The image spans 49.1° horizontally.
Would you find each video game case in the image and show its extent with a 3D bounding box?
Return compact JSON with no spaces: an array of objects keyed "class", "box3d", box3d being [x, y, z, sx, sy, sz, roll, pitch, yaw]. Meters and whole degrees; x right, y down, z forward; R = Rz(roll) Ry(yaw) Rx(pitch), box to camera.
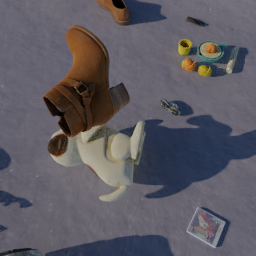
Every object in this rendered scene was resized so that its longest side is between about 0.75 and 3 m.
[{"class":"video game case","box3d":[2.403,3.039,8.607,0.937,0.108,0.854,27,64,14]}]

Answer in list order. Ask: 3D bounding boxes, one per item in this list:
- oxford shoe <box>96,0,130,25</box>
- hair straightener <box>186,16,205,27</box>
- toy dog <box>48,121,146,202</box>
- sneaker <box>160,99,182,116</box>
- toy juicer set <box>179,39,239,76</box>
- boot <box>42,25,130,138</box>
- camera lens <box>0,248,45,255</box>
[{"class":"oxford shoe","box3d":[-0.738,-6.041,13.218,0.961,0.961,2.695,-31,64,-15]},{"class":"hair straightener","box3d":[3.127,-4.868,13.012,0.964,0.197,0.371,29,65,10]},{"class":"toy dog","box3d":[-1.065,0.714,9.085,2.894,2.020,2.806,14,87,8]},{"class":"sneaker","box3d":[1.640,-0.835,10.693,0.898,0.349,0.388,39,55,12]},{"class":"toy juicer set","box3d":[3.462,-2.955,11.602,2.686,0.731,1.709,2,61,0]},{"class":"boot","box3d":[-1.358,-1.206,7.157,2.067,1.021,2.663,-35,101,-33]},{"class":"camera lens","box3d":[-2.837,4.258,7.012,1.689,1.689,2.112,-14,61,-8]}]
